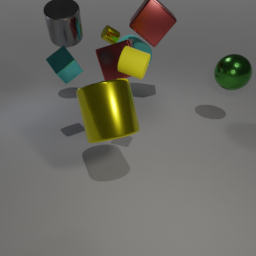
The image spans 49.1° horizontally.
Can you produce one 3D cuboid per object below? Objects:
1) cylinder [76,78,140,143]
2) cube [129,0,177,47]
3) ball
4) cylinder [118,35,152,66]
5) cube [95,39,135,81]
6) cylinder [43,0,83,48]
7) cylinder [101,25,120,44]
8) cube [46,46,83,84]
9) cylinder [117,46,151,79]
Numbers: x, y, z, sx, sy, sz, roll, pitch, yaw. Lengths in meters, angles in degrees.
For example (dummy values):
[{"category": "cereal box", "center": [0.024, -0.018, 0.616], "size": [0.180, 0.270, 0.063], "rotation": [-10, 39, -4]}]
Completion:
[{"category": "cylinder", "center": [-0.506, -0.434, 7.261], "size": [1.400, 1.400, 1.400], "rotation": [-13, 3, 1]}, {"category": "cube", "center": [1.029, -4.552, 11.828], "size": [1.400, 1.400, 1.400], "rotation": [35, 27, -17]}, {"category": "ball", "center": [4.098, -2.175, 10.960], "size": [1.400, 1.400, 1.400], "rotation": [0, 29, 0]}, {"category": "cylinder", "center": [0.265, -3.585, 13.411], "size": [1.400, 1.400, 1.400], "rotation": [-9, 34, -16]}, {"category": "cube", "center": [-0.359, -2.803, 11.665], "size": [1.400, 1.400, 1.400], "rotation": [-14, 16, 12]}, {"category": "cylinder", "center": [-2.620, -4.303, 11.498], "size": [1.400, 1.400, 1.400], "rotation": [1, 58, -2]}, {"category": "cylinder", "center": [-0.856, -4.521, 13.643], "size": [0.700, 0.700, 0.700], "rotation": [22, 17, -32]}, {"category": "cube", "center": [-1.930, -1.921, 8.578], "size": [0.700, 0.700, 0.700], "rotation": [-38, 69, 0]}, {"category": "cylinder", "center": [0.160, -1.744, 7.493], "size": [0.700, 0.700, 0.700], "rotation": [21, 32, 5]}]
